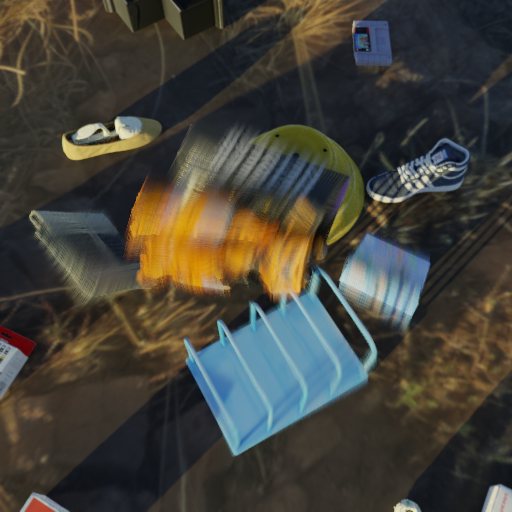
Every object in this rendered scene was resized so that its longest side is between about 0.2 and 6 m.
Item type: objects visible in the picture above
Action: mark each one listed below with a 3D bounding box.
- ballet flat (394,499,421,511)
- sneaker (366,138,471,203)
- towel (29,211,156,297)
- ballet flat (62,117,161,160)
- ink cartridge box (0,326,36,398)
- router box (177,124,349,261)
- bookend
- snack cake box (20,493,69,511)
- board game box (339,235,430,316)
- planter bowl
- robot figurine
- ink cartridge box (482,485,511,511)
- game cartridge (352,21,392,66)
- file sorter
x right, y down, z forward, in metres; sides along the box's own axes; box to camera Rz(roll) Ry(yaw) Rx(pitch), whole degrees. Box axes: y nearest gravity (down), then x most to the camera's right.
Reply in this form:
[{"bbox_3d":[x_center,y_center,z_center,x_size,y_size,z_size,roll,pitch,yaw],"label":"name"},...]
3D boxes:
[{"bbox_3d":[2.524,4.745,8.818,0.603,0.603,1.681,-8,64,-4],"label":"ballet flat"},{"bbox_3d":[3.420,-1.791,11.726,2.138,1.160,0.749,-10,64,-5],"label":"sneaker"},{"bbox_3d":[-2.992,-0.045,10.326,0.356,2.059,1.982,-44,75,17],"label":"towel"},{"bbox_3d":[-3.194,-2.690,12.436,2.222,0.700,0.762,-20,65,-10],"label":"ballet flat"},{"bbox_3d":[-4.968,1.771,10.292,1.310,0.549,1.150,22,65,11],"label":"ink cartridge box"},{"bbox_3d":[0.054,-1.017,9.742,2.734,2.040,0.698,19,65,4],"label":"router box"},{"bbox_3d":[-2.370,-6.397,14.077,2.339,1.078,2.325,-30,67,-14],"label":"bookend"},{"bbox_3d":[-3.561,4.778,8.780,0.978,0.571,1.700,25,66,14],"label":"snack cake box"},{"bbox_3d":[2.477,0.297,10.577,1.391,0.337,1.839,26,28,12],"label":"board game box"},{"bbox_3d":[0.793,-1.748,11.645,3.107,1.294,3.107,0,63,0],"label":"planter bowl"},{"bbox_3d":[-0.394,-0.142,9.183,3.097,2.245,0.901,7,50,4],"label":"robot figurine"},{"bbox_3d":[4.275,4.372,9.024,1.173,0.494,0.848,26,66,12],"label":"ink cartridge box"},{"bbox_3d":[2.890,-5.340,14.027,0.910,0.269,1.403,3,63,-3],"label":"game cartridge"},{"bbox_3d":[0.365,1.746,9.667,2.784,1.708,1.932,-27,66,-12],"label":"file sorter"}]
